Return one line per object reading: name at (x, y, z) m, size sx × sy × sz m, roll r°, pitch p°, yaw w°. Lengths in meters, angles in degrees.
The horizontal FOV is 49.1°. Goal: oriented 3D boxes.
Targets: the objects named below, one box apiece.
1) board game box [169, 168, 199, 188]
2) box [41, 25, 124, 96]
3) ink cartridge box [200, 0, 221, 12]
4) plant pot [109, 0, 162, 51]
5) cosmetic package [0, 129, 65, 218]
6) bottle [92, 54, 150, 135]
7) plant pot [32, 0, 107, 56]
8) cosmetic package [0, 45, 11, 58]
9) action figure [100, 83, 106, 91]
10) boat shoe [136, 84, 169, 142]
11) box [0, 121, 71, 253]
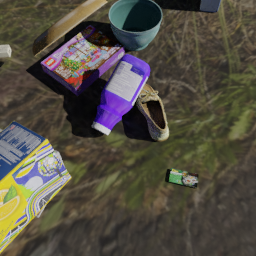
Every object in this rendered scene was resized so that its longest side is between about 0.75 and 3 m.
board game box at (1.598, 1.443, 8.044) m, size 0.810 × 0.095 × 0.424 m, roll 13°, pitch 63°, yaw 7°
box at (-1.571, -2.483, 10.025) m, size 1.717 × 0.491 × 2.509 m, roll 35°, pitch 66°, yaw 18°
ink cartridge box at (3.538, -6.001, 11.514) m, size 0.771 × 1.377 × 2.019 m, roll 9°, pitch 61°, yaw 5°
plant pot at (0.255, -3.660, 10.267) m, size 1.871 × 1.253 × 1.871 m, roll 0°, pitch 60°, yaw -1°
cosmetic package at (-3.409, 1.033, 7.587) m, size 2.999 × 1.353 × 1.602 m, roll 16°, pitch 58°, yaw 12°
bottle at (-0.274, -0.992, 8.651) m, size 1.041 × 0.813 × 2.491 m, roll 27°, pitch 85°, yaw 8°
plant pot at (-1.555, -2.636, 7.135) m, size 2.330 × 2.330 × 0.320 m, roll -47°, pitch 114°, yaw -22°
cosmetic package at (-4.767, -2.825, 10.351) m, size 0.772 × 0.282 × 0.399 m, roll -3°, pitch 61°, yaw -1°
action figure at (-0.442, -1.507, 9.437) m, size 1.020 × 0.606 × 0.521 m, roll -12°, pitch 70°, yaw 0°
boat shoe at (0.797, -0.643, 8.881) m, size 0.794 × 0.679 × 2.166 m, roll -17°, pitch 62°, yaw -10°
box at (-2.290, 1.321, 3.976) m, size 0.958 × 1.044 × 2.979 m, roll 22°, pitch 56°, yaw 35°
